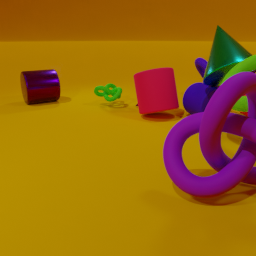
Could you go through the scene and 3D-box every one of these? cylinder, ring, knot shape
[{"bbox_3d":[-3.242,-1.534,10.348,1.183,1.183,1.183,-11,22,-28],"label":"cylinder"},{"bbox_3d":[2.319,-0.767,8.329,1.028,1.028,1.028,-7,20,-18],"label":"cylinder"},{"bbox_3d":[2.999,-2.020,10.474,0.288,1.439,1.439,-37,18,8],"label":"ring"},{"bbox_3d":[2.749,-1.012,6.008,1.616,0.323,1.616,-31,34,24],"label":"ring"},{"bbox_3d":[0.863,-1.114,8.566,1.231,1.231,1.231,-9,3,0],"label":"cylinder"},{"bbox_3d":[1.590,0.097,4.220,2.009,1.880,0.928,6,20,3],"label":"knot shape"},{"bbox_3d":[-0.714,-1.273,9.905,0.988,0.488,1.056,5,20,-5],"label":"knot shape"}]

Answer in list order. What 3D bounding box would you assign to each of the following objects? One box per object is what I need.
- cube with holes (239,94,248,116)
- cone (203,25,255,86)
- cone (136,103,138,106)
[{"bbox_3d":[4.246,-0.873,8.632,1.045,1.045,1.045,-3,19,-7],"label":"cube with holes"},{"bbox_3d":[2.595,-2.115,7.533,1.491,1.496,1.491,-10,-13,-2],"label":"cone"},{"bbox_3d":[0.642,-0.937,9.744,0.846,0.843,0.843,-24,20,2],"label":"cone"}]
